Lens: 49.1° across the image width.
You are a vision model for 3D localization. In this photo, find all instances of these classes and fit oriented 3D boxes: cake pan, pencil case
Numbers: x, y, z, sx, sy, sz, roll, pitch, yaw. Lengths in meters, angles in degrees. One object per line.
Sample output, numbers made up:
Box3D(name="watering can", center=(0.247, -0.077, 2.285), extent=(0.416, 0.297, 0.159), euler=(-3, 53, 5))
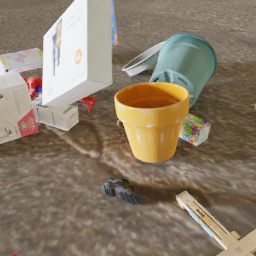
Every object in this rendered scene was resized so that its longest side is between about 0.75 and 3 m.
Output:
Box3D(name="cake pan", center=(0.881, -3.214, 13.092), extent=(2.450, 0.449, 2.450), euler=(-31, 17, 11))
Box3D(name="pencil case", center=(-3.821, -2.334, 9.911), extent=(0.816, 0.747, 1.798), euler=(15, 30, 34))

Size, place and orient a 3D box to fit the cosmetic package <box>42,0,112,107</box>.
Box3D(name="cosmetic package", center=(-1.136, -1.476, 5.800), extent=(0.586, 1.710, 2.268), euler=(2, -9, -35))

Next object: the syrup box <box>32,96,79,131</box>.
Box3D(name="syrup box", center=(-2.674, -0.545, 10.050), extent=(1.712, 0.697, 0.674), euler=(17, 38, 22))

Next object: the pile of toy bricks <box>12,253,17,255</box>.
Box3D(name="pile of toy bricks", center=(-2.179, 2.985, 5.251), extent=(0.552, 0.621, 1.118), euler=(36, 20, -15))

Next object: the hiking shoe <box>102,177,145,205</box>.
Box3D(name="hiking shoe", center=(-0.064, 1.554, 7.257), extent=(1.184, 0.449, 0.596), euler=(14, 41, 21))

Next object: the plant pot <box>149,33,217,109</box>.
Box3D(name="plant pot", center=(1.993, -2.004, 10.890), extent=(2.461, 2.461, 2.410), euler=(14, 45, 19))

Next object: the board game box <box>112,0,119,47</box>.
Box3D(name="board game box", center=(-0.958, -3.959, 10.445), extent=(1.005, 1.953, 0.190), euler=(-7, -6, 1))

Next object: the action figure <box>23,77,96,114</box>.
Box3D(name="action figure", center=(-2.798, -0.968, 10.518), extent=(2.862, 1.417, 0.934), euler=(22, 18, -6))

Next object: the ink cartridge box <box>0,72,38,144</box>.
Box3D(name="ink cartridge box", center=(-4.416, -0.440, 8.829), extent=(2.610, 1.912, 1.080), euler=(-20, 39, -25))

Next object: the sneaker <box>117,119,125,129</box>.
Box3D(name="sneaker", center=(0.206, -0.428, 10.005), extent=(1.540, 0.548, 0.866), euler=(-9, 39, -26))

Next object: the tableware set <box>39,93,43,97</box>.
Box3D(name="tableware set", center=(-2.782, -1.425, 11.608), extent=(1.807, 0.362, 1.195), euler=(-23, 42, -28))

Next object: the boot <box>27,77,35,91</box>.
Box3D(name="boot", center=(-4.628, -1.856, 12.178), extent=(1.188, 0.449, 1.357), euler=(24, 41, 11))

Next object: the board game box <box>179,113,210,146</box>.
Box3D(name="board game box", center=(2.022, -0.028, 9.365), extent=(0.639, 0.627, 1.218), euler=(-29, 44, -35))

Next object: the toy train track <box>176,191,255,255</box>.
Box3D(name="toy train track", center=(1.991, 2.383, 6.171), extent=(1.541, 0.437, 2.688), euler=(-23, 35, -18))

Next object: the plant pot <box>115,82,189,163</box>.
Box3D(name="plant pot", center=(0.733, -0.118, 8.240), extent=(2.070, 1.895, 2.070), euler=(-4, 28, 2))
